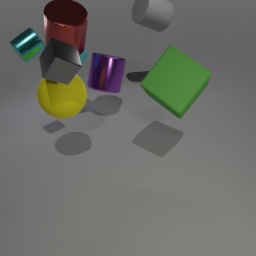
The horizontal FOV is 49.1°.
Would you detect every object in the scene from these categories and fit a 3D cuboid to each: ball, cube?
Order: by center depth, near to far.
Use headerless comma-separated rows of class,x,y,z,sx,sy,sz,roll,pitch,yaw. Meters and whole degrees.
cube,-1.630,-1.583,6.722,0.700,0.700,0.700,10,50,-40
ball,-1.903,-0.976,8.098,1.400,1.400,1.400,0,32,0
cube,1.405,-1.287,8.244,1.400,1.400,1.400,39,4,12

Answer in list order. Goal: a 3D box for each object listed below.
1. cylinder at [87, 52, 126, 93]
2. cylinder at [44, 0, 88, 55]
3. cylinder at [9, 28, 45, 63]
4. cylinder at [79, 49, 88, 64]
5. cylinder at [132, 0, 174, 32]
cylinder,-0.885,-2.269,11.485,1.400,1.400,1.400,11,15,-3
cylinder,-2.107,-3.345,9.502,1.400,1.400,1.400,6,57,-10
cylinder,-2.818,-2.320,7.867,0.700,0.700,0.700,-42,46,-13
cylinder,-2.011,-2.853,10.670,0.700,0.700,0.700,42,43,7
cylinder,1.109,-5.267,12.715,1.400,1.400,1.400,7,25,-33
